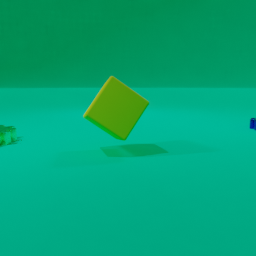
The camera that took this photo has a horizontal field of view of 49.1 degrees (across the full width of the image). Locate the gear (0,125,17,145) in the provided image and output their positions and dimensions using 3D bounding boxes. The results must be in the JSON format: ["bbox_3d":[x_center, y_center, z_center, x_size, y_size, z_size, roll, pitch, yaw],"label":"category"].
[{"bbox_3d":[-3.364,0.185,6.312,1.573,0.291,1.573,0,9,0],"label":"gear"}]

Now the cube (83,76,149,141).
[{"bbox_3d":[-0.253,-0.341,5.311,0.845,0.845,0.845,34,-7,-10],"label":"cube"}]

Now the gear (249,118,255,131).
[{"bbox_3d":[4.353,-0.094,8.109,1.510,0.279,1.510,0,9,0],"label":"gear"}]
